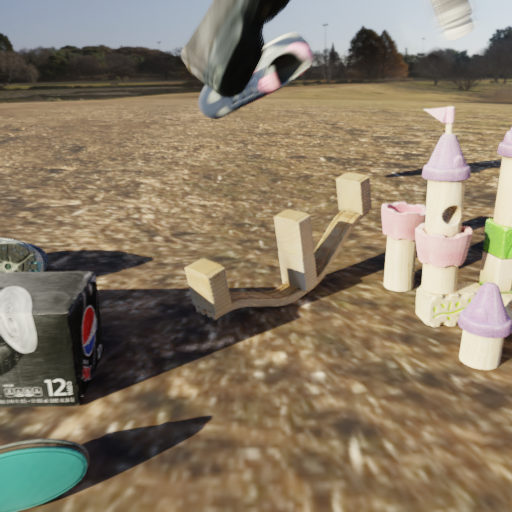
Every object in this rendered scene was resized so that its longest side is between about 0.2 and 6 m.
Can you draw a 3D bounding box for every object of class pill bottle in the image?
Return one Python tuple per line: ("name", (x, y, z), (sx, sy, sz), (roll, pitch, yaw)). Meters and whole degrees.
("pill bottle", (2.756, -3.516, 7.906), (0.463, 0.819, 0.463), (-25, 30, 16))

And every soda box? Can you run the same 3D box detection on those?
("soda box", (-3.256, 0.812, 5.542), (3.215, 1.018, 1.138), (-1, 19, -2))

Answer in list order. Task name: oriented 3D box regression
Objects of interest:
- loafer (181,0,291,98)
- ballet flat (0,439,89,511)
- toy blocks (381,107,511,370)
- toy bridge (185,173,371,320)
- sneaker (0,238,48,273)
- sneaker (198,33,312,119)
("loafer", (-0.099, -2.624, 5.498), (0.731, 2.023, 0.736), (36, 13, 20))
("ballet flat", (-2.047, 1.621, 3.986), (1.619, 0.545, 0.516), (-13, 18, -32))
("toy blocks", (3.318, -0.421, 6.666), (2.886, 2.600, 3.088), (-2, 19, -7))
("toy bridge", (0.545, -0.051, 7.658), (0.469, 1.158, 3.444), (16, 36, 41))
("sneaker", (-4.148, 0.103, 8.191), (2.209, 0.857, 0.953), (7, 7, -1))
("sneaker", (-0.036, -3.379, 10.785), (2.451, 0.860, 1.005), (-33, 37, 11))
